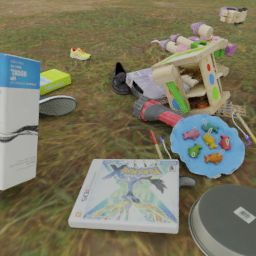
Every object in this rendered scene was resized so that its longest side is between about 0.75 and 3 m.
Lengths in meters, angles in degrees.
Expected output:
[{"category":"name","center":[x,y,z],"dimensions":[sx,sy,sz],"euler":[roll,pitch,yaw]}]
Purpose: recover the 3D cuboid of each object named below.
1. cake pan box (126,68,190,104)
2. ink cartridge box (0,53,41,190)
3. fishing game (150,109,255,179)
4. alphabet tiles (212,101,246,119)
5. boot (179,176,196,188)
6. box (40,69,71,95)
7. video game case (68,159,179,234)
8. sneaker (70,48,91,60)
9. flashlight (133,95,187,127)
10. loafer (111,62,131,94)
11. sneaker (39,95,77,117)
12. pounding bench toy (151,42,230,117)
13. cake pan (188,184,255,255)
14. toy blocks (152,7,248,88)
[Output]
[{"category":"cake pan box","center":[1.061,-1.586,10.384],"dimensions":[1.863,0.487,1.715],"euler":[-19,48,-26]},{"category":"ink cartridge box","center":[-3.090,-0.207,6.135],"dimensions":[1.961,2.712,1.142],"euler":[7,7,17]},{"category":"fishing game","center":[2.044,0.365,7.201],"dimensions":[2.737,0.425,1.960],"euler":[-11,56,-9]},{"category":"alphabet tiles","center":[3.344,-0.671,9.659],"dimensions":[1.357,0.051,1.135],"euler":[10,34,15]},{"category":"boot","center":[1.140,1.343,6.384],"dimensions":[0.784,0.274,0.516],"euler":[0,34,21]},{"category":"box","center":[-3.307,-1.784,11.016],"dimensions":[1.119,0.437,1.836],"euler":[25,40,33]},{"category":"video game case","center":[0.021,1.362,6.114],"dimensions":[2.143,0.236,1.953],"euler":[0,33,11]},{"category":"sneaker","center":[-2.387,-3.717,13.943],"dimensions":[1.163,0.525,0.455],"euler":[13,34,17]},{"category":"flashlight","center":[1.218,-0.245,8.401],"dimensions":[2.309,0.782,0.785],"euler":[30,8,32]},{"category":"loafer","center":[-0.330,-2.035,11.219],"dimensions":[0.730,0.640,2.031],"euler":[-5,33,-7]},{"category":"sneaker","center":[-2.790,-0.966,9.461],"dimensions":[1.964,0.747,1.419],"euler":[-10,37,-14]},{"category":"pounding bench toy","center":[1.767,-1.151,8.463],"dimensions":[1.576,1.979,2.537],"euler":[-4,22,41]},{"category":"cake pan","center":[2.226,1.841,5.463],"dimensions":[2.028,0.372,2.028],"euler":[0,32,0]},{"category":"toy blocks","center":[2.750,-3.536,11.447],"dimensions":[2.711,2.901,2.442],"euler":[-23,45,-32]}]
